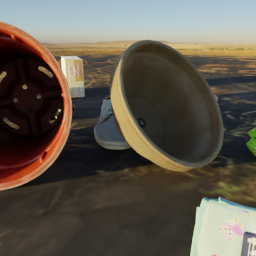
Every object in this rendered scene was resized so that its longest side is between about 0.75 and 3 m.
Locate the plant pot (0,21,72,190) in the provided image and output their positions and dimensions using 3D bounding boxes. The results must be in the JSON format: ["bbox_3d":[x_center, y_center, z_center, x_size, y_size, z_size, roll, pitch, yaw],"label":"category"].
[{"bbox_3d":[-2.499,-0.542,6.024,2.896,2.896,2.817,-1,9,-4],"label":"plant pot"}]

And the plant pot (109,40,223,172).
[{"bbox_3d":[0.630,-0.342,6.135,2.877,2.877,1.328,-18,-11,-44],"label":"plant pot"}]

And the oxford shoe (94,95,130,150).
[{"bbox_3d":[-0.331,-0.288,7.740,1.117,0.858,2.971,5,24,-3],"label":"oxford shoe"}]

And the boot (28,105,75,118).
[{"bbox_3d":[-2.684,-0.542,9.047,1.314,0.628,1.740,11,21,24],"label":"boot"}]

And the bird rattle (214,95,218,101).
[{"bbox_3d":[2.875,-1.453,11.271,1.750,1.209,2.146,9,15,-27],"label":"bird rattle"}]

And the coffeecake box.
[{"bbox_3d":[-2.630,-2.469,13.252,0.801,1.682,2.192,-6,19,-16],"label":"coffeecake box"}]

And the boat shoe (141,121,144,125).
[{"bbox_3d":[0.851,-0.230,8.209,0.639,0.498,1.408,-7,18,-12],"label":"boat shoe"}]

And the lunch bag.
[{"bbox_3d":[1.083,1.258,2.478,1.034,1.213,0.740,10,20,25],"label":"lunch bag"}]

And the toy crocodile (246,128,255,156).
[{"bbox_3d":[3.282,0.504,5.712,0.838,0.766,2.481,-42,23,2],"label":"toy crocodile"}]
